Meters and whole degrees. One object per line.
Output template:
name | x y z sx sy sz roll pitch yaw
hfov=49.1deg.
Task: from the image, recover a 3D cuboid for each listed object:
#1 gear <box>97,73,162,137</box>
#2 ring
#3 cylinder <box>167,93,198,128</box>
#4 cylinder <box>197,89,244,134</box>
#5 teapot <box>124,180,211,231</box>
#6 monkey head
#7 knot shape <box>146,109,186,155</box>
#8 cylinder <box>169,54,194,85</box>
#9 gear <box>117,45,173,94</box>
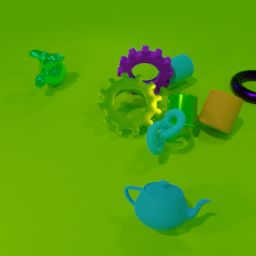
gear | 0.050 -0.681 8.064 1.826 0.338 1.826 1 73 -4
ring | 4.443 -1.427 9.573 1.841 0.368 1.841 0 42 0
cylinder | 1.491 -0.456 7.764 0.832 0.832 0.832 5 84 6
cylinder | 2.555 -0.460 7.775 0.958 0.958 0.958 22 5 -2
teapot | 0.725 1.462 5.525 1.726 0.845 1.073 9 14 19
monkey head | -2.776 -2.068 9.648 1.303 1.091 1.811 20 30 5
knot shape | 0.832 0.157 6.898 0.592 1.281 1.199 43 44 11
cylinder | 1.657 -1.989 9.568 0.848 0.848 0.848 -27 49 -29
gear | 0.545 -1.772 8.893 1.731 1.731 0.320 4 49 4
